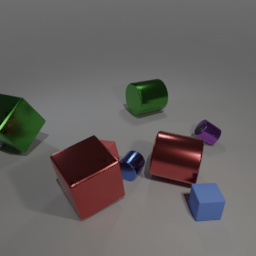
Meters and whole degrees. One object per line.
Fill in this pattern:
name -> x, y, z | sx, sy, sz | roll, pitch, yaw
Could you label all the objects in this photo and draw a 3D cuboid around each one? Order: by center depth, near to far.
cube -> 2.094, 1.973, 7.507 | 0.700, 0.700, 0.700 | -2, 31, -5
cube -> -1.081, 1.321, 7.663 | 1.400, 1.400, 1.400 | -26, 42, -22
cylinder -> 1.496, 0.893, 8.538 | 1.400, 1.400, 1.400 | 11, 33, 14
cylinder -> 0.085, 1.176, 8.833 | 0.700, 0.700, 0.700 | 15, 34, 23
cube -> -0.803, 0.870, 9.188 | 0.700, 0.700, 0.700 | 4, 29, 35
cube -> -4.063, -0.183, 9.738 | 1.400, 1.400, 1.400 | 11, 62, 31
cylinder -> 2.926, 0.154, 10.298 | 0.700, 0.700, 0.700 | 31, 29, -13
cylinder -> 0.808, -1.375, 12.300 | 1.400, 1.400, 1.400 | -14, 34, -26
